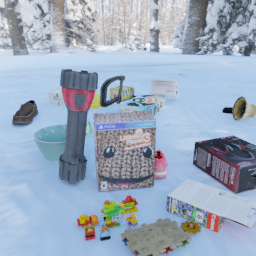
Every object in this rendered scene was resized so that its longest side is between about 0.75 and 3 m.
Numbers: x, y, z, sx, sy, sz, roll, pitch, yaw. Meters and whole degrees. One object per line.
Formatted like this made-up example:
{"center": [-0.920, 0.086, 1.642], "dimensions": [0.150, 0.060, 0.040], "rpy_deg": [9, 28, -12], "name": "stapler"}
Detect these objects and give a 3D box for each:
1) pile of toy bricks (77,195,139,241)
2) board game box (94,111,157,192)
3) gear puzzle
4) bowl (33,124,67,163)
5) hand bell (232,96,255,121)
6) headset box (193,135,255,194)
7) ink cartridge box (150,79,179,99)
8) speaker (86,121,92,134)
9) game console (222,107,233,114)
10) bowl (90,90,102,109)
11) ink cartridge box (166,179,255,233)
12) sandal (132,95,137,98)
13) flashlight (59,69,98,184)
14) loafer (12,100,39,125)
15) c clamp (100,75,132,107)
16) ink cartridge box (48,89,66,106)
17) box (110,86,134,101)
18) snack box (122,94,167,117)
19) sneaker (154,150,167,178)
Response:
{"center": [-0.360, 1.753, 5.741], "dimensions": [1.332, 0.657, 0.739], "rpy_deg": [-6, 20, -16], "name": "pile of toy bricks"}
{"center": [-0.102, 0.577, 7.301], "dimensions": [1.481, 1.858, 0.900], "rpy_deg": [-4, 19, -10], "name": "board game box"}
{"center": [0.720, 2.115, 5.461], "dimensions": [1.657, 0.217, 0.858], "rpy_deg": [-7, 18, -29], "name": "gear puzzle"}
{"center": [-2.135, 0.534, 8.937], "dimensions": [1.641, 0.858, 1.641], "rpy_deg": [0, 19, 0], "name": "bowl"}
{"center": [6.047, -0.708, 12.833], "dimensions": [2.139, 1.114, 1.114], "rpy_deg": [9, 18, -10], "name": "hand bell"}
{"center": [3.061, 0.970, 7.810], "dimensions": [1.532, 0.773, 2.061], "rpy_deg": [-8, 21, -21], "name": "headset box"}
{"center": [2.083, -2.187, 15.865], "dimensions": [1.363, 0.797, 2.349], "rpy_deg": [5, 1, 16], "name": "ink cartridge box"}
{"center": [-2.085, 0.060, 10.799], "dimensions": [1.288, 0.570, 0.570], "rpy_deg": [-10, 21, -26], "name": "speaker"}
{"center": [5.450, -0.861, 14.046], "dimensions": [1.329, 0.160, 0.784], "rpy_deg": [6, 20, 21], "name": "game console"}
{"center": [-1.983, -1.620, 15.204], "dimensions": [1.548, 0.833, 1.548], "rpy_deg": [0, 20, 0], "name": "bowl"}
{"center": [1.859, 1.742, 6.111], "dimensions": [1.808, 0.455, 0.985], "rpy_deg": [15, 24, 34], "name": "ink cartridge box"}
{"center": [0.497, -1.812, 16.757], "dimensions": [0.392, 0.235, 1.043], "rpy_deg": [12, 7, 17], "name": "sandal"}
{"center": [-1.403, -0.074, 7.486], "dimensions": [0.987, 2.904, 0.983], "rpy_deg": [16, 17, 30], "name": "flashlight"}
{"center": [-4.701, -0.751, 12.709], "dimensions": [0.835, 0.812, 2.287], "rpy_deg": [-2, 19, -5], "name": "loafer"}
{"center": [-0.588, -1.793, 13.543], "dimensions": [1.900, 2.224, 0.301], "rpy_deg": [-29, 64, -18], "name": "c clamp"}
{"center": [-3.533, -1.712, 15.725], "dimensions": [1.534, 0.647, 1.120], "rpy_deg": [14, 24, 35], "name": "ink cartridge box"}
{"center": [-0.353, -2.091, 16.798], "dimensions": [1.085, 0.662, 1.045], "rpy_deg": [16, 25, 36], "name": "box"}
{"center": [0.927, -1.198, 14.463], "dimensions": [1.596, 0.510, 2.747], "rpy_deg": [7, 20, 20], "name": "snack box"}
{"center": [0.930, 0.885, 8.257], "dimensions": [0.553, 0.650, 1.500], "rpy_deg": [1, 19, 1], "name": "sneaker"}
